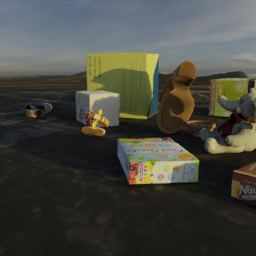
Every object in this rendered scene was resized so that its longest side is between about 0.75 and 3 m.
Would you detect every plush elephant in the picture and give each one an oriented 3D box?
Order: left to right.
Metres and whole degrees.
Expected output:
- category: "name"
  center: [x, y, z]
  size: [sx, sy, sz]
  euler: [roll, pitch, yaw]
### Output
- category: "plush elephant"
  center: [2.903, -0.228, 7.248]
  size: [2.037, 1.577, 1.678]
  euler: [3, 12, 16]

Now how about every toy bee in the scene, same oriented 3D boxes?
- category: "toy bee"
  center: [-1.060, -0.307, 8.706]
  size: [0.946, 0.619, 0.514]
  euler: [0, -30, -1]

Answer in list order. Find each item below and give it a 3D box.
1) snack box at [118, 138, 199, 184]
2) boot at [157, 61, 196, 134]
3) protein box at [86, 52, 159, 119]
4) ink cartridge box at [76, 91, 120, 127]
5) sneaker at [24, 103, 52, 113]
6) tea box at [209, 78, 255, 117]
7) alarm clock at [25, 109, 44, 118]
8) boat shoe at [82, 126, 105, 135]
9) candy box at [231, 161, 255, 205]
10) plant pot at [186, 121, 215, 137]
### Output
- category: "snack box"
  center: [0.519, 0.614, 5.840]
  size: [1.295, 0.482, 1.821]
  euler: [-2, 11, -8]
- category: "boot"
  center: [1.584, -0.777, 10.336]
  size: [1.075, 2.917, 2.257]
  euler: [26, -23, -2]
- category: "protein box"
  center: [-0.205, -1.996, 12.906]
  size: [2.830, 2.809, 1.909]
  euler: [4, 12, 21]
- category: "ink cartridge box"
  center: [-1.215, -0.788, 10.920]
  size: [1.220, 1.226, 1.687]
  euler: [-6, 13, -26]
- category: "sneaker"
  center: [-4.336, -0.925, 13.277]
  size: [1.322, 0.553, 0.798]
  euler: [-7, 6, 3]
- category: "tea box"
  center: [5.315, -1.429, 12.896]
  size: [2.493, 1.693, 2.534]
  euler: [6, 13, 32]
- category: "alarm clock"
  center: [-4.275, -0.679, 12.578]
  size: [1.126, 0.375, 0.759]
  euler: [13, 17, 41]
- category: "boat shoe"
  center: [-1.106, 0.101, 9.024]
  size: [0.768, 0.283, 0.266]
  euler: [9, 8, 11]
- category: "candy box"
  center: [2.622, 0.855, 4.650]
  size: [1.739, 0.491, 1.015]
  euler: [-8, 13, -39]
- category: "plant pot"
  center: [2.294, 0.039, 8.890]
  size: [0.906, 0.418, 0.906]
  euler: [-1, 12, 0]
